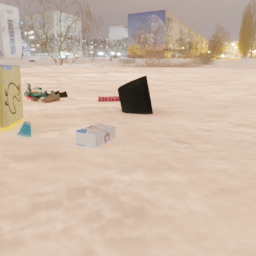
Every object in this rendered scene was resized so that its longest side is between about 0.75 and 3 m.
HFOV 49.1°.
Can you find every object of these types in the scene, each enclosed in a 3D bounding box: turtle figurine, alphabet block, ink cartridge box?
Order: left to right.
[{"bbox_3d":[-5.426,-1.263,10.653,2.198,2.239,2.187,-1,12,-2],"label":"alphabet block"},{"bbox_3d":[-5.273,-2.024,16.004,1.511,1.016,2.018,24,11,31],"label":"turtle figurine"},{"bbox_3d":[-1.004,0.222,8.875,0.793,0.464,1.097,10,17,30],"label":"ink cartridge box"}]

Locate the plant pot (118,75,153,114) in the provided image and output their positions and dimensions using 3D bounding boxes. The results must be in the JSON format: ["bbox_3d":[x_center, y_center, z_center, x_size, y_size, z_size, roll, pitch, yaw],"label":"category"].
[{"bbox_3d":[0.337,-1.486,13.272,1.442,1.622,1.626,-11,15,5],"label":"plant pot"}]

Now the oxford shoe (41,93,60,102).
[{"bbox_3d":[-4.424,-1.736,15.877,0.464,0.492,1.316,9,18,28],"label":"oxford shoe"}]

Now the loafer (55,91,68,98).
[{"bbox_3d":[-4.360,-2.111,17.324,1.240,0.442,0.453,-5,16,-19],"label":"loafer"}]

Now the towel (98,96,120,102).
[{"bbox_3d":[-0.882,-1.750,16.504,1.765,0.198,1.276,-2,15,-5],"label":"towel"}]

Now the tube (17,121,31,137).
[{"bbox_3d":[-3.581,0.074,9.800,0.462,0.301,1.193,5,16,-17],"label":"tube"}]
